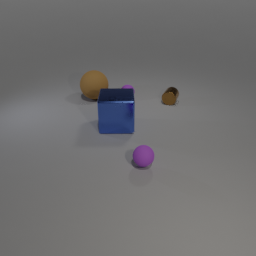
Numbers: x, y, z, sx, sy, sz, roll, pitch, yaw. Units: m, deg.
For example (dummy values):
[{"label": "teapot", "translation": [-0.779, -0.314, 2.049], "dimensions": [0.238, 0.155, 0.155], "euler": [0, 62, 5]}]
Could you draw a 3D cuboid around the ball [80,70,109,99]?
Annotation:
[{"label": "ball", "translation": [-1.656, -2.121, 13.750], "dimensions": [1.400, 1.400, 1.400], "euler": [0, 29, 0]}]

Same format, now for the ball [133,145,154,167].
[{"label": "ball", "translation": [0.500, 0.895, 8.999], "dimensions": [0.700, 0.700, 0.700], "euler": [0, 29, 0]}]

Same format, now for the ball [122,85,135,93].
[{"label": "ball", "translation": [-0.019, -1.810, 13.960], "dimensions": [0.700, 0.700, 0.700], "euler": [0, 29, 0]}]

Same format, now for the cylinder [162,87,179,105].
[{"label": "cylinder", "translation": [2.050, -1.548, 13.526], "dimensions": [0.700, 0.700, 0.700], "euler": [11, 31, 19]}]

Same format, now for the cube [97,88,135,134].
[{"label": "cube", "translation": [-0.454, -0.706, 11.313], "dimensions": [1.400, 1.400, 1.400], "euler": [0, 29, -1]}]
